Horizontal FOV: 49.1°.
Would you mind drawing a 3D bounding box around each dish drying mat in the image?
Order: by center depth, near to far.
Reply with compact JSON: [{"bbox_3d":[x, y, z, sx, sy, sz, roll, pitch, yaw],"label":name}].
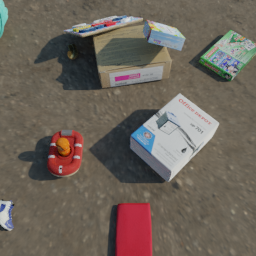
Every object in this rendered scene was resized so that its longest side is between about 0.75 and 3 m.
[{"bbox_3d":[0.172,3.707,8.392,1.104,0.262,2.874,0,61,1],"label":"dish drying mat"}]

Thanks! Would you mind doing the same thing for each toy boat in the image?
[{"bbox_3d":[-2.188,0.746,9.584,1.160,1.162,1.778,0,60,0],"label":"toy boat"}]

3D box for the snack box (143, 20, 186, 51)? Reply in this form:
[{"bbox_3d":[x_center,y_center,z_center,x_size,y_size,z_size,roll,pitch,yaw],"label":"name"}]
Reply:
[{"bbox_3d":[1.305,-3.494,10.494,1.309,0.525,1.552,11,32,-11],"label":"snack box"}]

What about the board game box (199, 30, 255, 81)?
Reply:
[{"bbox_3d":[4.541,-3.263,12.405,1.624,0.351,2.414,39,67,21],"label":"board game box"}]

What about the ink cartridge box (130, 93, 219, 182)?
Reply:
[{"bbox_3d":[1.611,0.284,9.903,2.568,1.103,1.880,-41,68,-20],"label":"ink cartridge box"}]

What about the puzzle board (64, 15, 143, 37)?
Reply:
[{"bbox_3d":[-1.145,-4.598,12.415,2.947,0.256,2.221,-23,32,-22],"label":"puzzle board"}]

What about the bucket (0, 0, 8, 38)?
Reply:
[{"bbox_3d":[-6.473,-4.889,12.443,2.064,2.064,1.343,2,61,1],"label":"bucket"}]

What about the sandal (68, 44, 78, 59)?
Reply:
[{"bbox_3d":[-2.467,-3.368,12.527,0.462,0.311,1.151,-6,45,-10],"label":"sandal"}]

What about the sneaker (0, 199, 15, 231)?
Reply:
[{"bbox_3d":[-3.862,2.653,8.896,0.617,0.432,1.069,-38,65,-18],"label":"sneaker"}]

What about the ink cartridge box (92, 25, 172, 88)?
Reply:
[{"bbox_3d":[0.102,-3.077,11.822,2.928,1.100,2.412,-9,59,-4],"label":"ink cartridge box"}]
